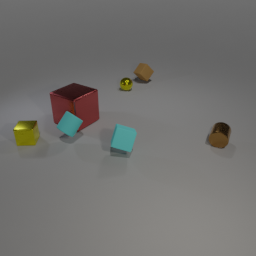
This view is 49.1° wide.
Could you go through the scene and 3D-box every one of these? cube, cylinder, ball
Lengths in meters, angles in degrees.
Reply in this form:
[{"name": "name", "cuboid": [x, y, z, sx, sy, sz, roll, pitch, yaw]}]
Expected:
[{"name": "cube", "cuboid": [-0.159, 0.328, 9.525, 0.700, 0.700, 0.700, 16, 9, -7]}, {"name": "cylinder", "cuboid": [3.364, 0.256, 10.238, 0.700, 0.700, 0.700, 13, 39, 21]}, {"name": "cube", "cuboid": [0.883, -3.153, 15.763, 0.700, 0.700, 0.700, -56, 35, -5]}, {"name": "cube", "cuboid": [-3.766, 0.185, 10.441, 0.700, 0.700, 0.700, -1, 30, -2]}, {"name": "cube", "cuboid": [-2.178, -0.898, 11.614, 1.400, 1.400, 1.400, 19, 35, 30]}, {"name": "cylinder", "cuboid": [-2.125, -0.140, 10.213, 0.700, 0.700, 0.700, 32, -2, 1]}, {"name": "ball", "cuboid": [-0.093, -2.324, 14.819, 0.700, 0.700, 0.700, 0, 30, 0]}]
